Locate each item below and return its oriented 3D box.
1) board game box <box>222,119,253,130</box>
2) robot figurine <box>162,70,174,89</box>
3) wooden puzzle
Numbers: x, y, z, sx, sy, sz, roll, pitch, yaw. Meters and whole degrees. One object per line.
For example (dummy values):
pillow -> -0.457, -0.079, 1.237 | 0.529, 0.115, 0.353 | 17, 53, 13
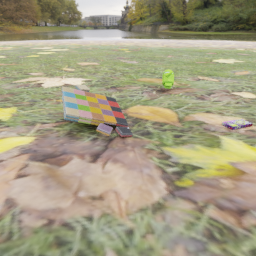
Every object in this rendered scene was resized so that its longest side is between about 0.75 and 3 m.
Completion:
board game box -> 3.189, -0.111, 8.178 | 0.751, 0.121, 0.451 | -9, 27, -21
robot figurine -> 1.731, -2.126, 12.059 | 0.497, 0.860, 0.754 | 5, -19, 0
wooden puzzle -> -1.017, -0.580, 8.164 | 1.758, 0.208, 2.965 | 10, 27, -22
